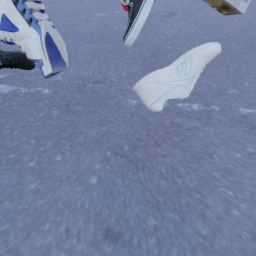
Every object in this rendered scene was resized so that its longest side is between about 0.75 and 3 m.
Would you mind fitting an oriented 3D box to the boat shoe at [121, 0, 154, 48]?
[{"bbox_3d":[0.207,-2.939,6.327,0.739,2.164,0.799,21,10,-8],"label":"boat shoe"}]

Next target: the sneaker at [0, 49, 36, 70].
[{"bbox_3d":[-3.540,-1.896,8.025,1.702,0.623,0.697,12,55,-22],"label":"sneaker"}]

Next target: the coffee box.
[{"bbox_3d":[1.213,-1.897,3.795,0.843,0.336,0.482,24,10,-21],"label":"coffee box"}]

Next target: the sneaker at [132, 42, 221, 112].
[{"bbox_3d":[1.281,-1.209,6.664,2.323,0.931,0.817,-32,0,-4],"label":"sneaker"}]

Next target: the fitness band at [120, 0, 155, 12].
[{"bbox_3d":[0.635,-4.548,9.402,1.897,0.355,1.362,-25,2,8],"label":"fitness band"}]

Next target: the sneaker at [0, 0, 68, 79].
[{"bbox_3d":[-2.523,-2.261,6.948,1.355,2.346,0.948,-21,6,26],"label":"sneaker"}]
